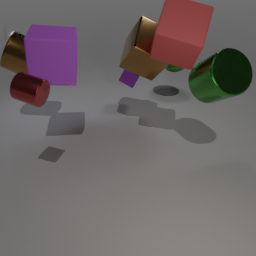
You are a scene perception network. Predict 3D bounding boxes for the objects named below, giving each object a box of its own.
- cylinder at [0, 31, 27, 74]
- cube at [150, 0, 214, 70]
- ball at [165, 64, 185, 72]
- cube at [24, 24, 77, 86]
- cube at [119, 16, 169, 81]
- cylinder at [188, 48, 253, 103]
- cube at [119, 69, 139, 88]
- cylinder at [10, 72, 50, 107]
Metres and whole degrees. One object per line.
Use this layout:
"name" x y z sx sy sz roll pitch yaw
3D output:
"cylinder" -3.775 -2.626 10.365 1.400 1.400 1.400 22 23 -20
"cube" 1.576 -2.854 8.494 1.400 1.400 1.400 17 75 3
"ball" 2.160 -3.267 12.820 1.400 1.400 1.400 0 29 0
"cube" -2.276 -2.231 8.551 1.400 1.400 1.400 0 35 -10
"cube" 0.687 -2.823 10.124 1.400 1.400 1.400 20 66 -17
"cylinder" 2.802 -1.558 8.645 1.400 1.400 1.400 -9 -2 -15
"cube" 0.119 -2.288 12.027 0.700 0.700 0.700 28 42 -5
"cylinder" -2.387 -0.942 6.860 0.700 0.700 0.700 19 32 6
